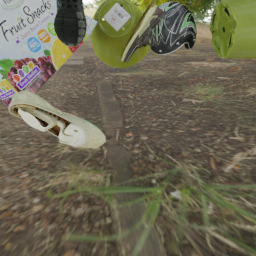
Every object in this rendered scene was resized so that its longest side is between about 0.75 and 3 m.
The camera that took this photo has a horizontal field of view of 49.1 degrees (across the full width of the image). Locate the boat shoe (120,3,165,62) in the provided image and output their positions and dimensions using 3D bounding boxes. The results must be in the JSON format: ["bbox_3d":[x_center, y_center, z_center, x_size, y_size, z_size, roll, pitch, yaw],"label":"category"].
[{"bbox_3d":[0.409,-2.576,7.911,0.589,1.793,0.641,29,23,-10],"label":"boat shoe"}]

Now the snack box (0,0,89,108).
[{"bbox_3d":[-2.023,-1.863,5.488,0.671,1.801,2.533,-15,35,37],"label":"snack box"}]

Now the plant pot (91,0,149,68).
[{"bbox_3d":[-0.351,-3.721,10.450,2.534,2.534,2.708,1,3,2],"label":"plant pot"}]

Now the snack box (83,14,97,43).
[{"bbox_3d":[-1.985,-3.315,8.228,2.041,0.541,1.451,27,3,-17],"label":"snack box"}]

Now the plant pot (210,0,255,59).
[{"bbox_3d":[3.156,-2.481,6.717,2.034,2.142,2.142,-10,22,-5],"label":"plant pot"}]

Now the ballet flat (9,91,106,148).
[{"bbox_3d":[-1.014,-0.014,4.002,1.443,0.487,0.450,28,33,-9],"label":"ballet flat"}]

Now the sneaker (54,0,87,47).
[{"bbox_3d":[-0.664,-1.490,3.322,0.401,1.064,0.422,6,44,0],"label":"sneaker"}]

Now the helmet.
[{"bbox_3d":[1.427,-3.360,9.577,1.775,1.775,1.692,16,14,36],"label":"helmet"}]
